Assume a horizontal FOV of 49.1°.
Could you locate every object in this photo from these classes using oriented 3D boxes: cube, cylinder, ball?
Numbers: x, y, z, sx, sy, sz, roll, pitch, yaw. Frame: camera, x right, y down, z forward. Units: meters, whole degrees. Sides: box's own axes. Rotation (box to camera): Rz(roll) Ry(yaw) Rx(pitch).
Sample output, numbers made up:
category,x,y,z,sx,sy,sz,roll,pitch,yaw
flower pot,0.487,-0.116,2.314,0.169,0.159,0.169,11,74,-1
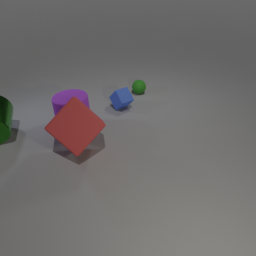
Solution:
category,x,y,z,sx,sy,sz,roll,pitch,yaw
cube,-0.293,-1.329,12.653,0.700,0.700,0.700,-22,81,-35
cube,-1.763,-0.103,9.552,1.400,1.400,1.400,-48,10,-1
cylinder,-2.219,-0.640,11.167,1.400,1.400,1.400,-3,32,2
cylinder,-5.086,-0.311,10.467,1.400,1.400,1.400,-6,48,-10
ball,0.554,-2.069,14.063,0.700,0.700,0.700,0,33,0
